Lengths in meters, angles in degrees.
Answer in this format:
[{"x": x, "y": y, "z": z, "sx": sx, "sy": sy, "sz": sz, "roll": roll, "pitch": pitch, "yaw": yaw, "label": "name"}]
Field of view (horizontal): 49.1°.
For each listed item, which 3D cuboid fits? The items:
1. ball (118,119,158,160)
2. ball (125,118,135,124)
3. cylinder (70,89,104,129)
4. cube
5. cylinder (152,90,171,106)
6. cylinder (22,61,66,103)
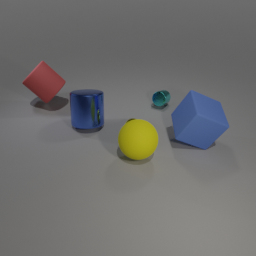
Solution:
[{"x": 0.350, "y": 0.396, "z": 9.731, "sx": 1.400, "sy": 1.400, "sz": 1.400, "roll": 0, "pitch": 31, "yaw": 0, "label": "ball"}, {"x": 0.205, "y": -0.049, "z": 11.435, "sx": 0.700, "sy": 0.700, "sz": 0.700, "roll": 0, "pitch": 31, "yaw": 0, "label": "ball"}, {"x": -1.710, "y": -0.824, "z": 11.770, "sx": 1.400, "sy": 1.400, "sz": 1.400, "roll": 0, "pitch": 18, "yaw": 0, "label": "cylinder"}, {"x": 2.636, "y": -0.290, "z": 10.471, "sx": 1.400, "sy": 1.400, "sz": 1.400, "roll": 19, "pitch": 41, "yaw": -18, "label": "cube"}, {"x": 1.611, "y": -1.452, "z": 13.490, "sx": 0.700, "sy": 0.700, "sz": 0.700, "roll": 16, "pitch": 21, "yaw": 25, "label": "cylinder"}, {"x": -3.856, "y": -2.112, "z": 12.919, "sx": 1.400, "sy": 1.400, "sz": 1.400, "roll": -40, "pitch": 22, "yaw": 20, "label": "cylinder"}]
